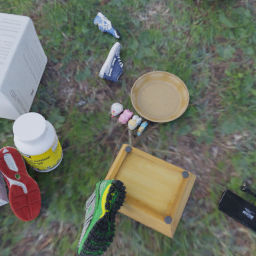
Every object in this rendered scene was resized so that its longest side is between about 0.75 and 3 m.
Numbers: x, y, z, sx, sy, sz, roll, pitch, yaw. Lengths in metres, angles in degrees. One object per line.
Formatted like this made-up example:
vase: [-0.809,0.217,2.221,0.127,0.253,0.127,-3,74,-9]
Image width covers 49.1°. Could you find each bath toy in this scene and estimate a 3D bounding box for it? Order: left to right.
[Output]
bath toy: [-0.041,-0.343,10.425,1.514,0.658,0.560,36,107,15]

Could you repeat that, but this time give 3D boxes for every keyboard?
keyboard: [4.072,2.664,9.306,1.952,0.201,1.240,32,77,12]

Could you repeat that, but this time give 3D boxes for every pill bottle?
pill bottle: [-2.905,0.485,9.079,1.254,2.230,1.254,1,61,-2]

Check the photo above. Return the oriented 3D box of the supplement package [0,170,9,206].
supplement package: [-4.838,1.608,8.701,1.172,2.113,1.646,-20,68,-8]

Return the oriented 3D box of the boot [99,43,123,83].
boot: [-0.482,-2.649,11.428,0.759,0.612,1.681,24,76,2]

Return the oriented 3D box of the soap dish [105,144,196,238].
soap dish: [0.599,1.879,9.084,2.757,1.120,2.169,24,68,12]

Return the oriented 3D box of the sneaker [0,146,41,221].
sneaker: [-3.613,1.741,9.391,0.987,1.455,2.520,-16,99,-20]

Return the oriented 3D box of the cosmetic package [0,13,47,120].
cosmetic package: [-4.763,-2.196,10.134,2.458,2.473,2.956,10,68,3]

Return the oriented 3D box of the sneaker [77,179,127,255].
sneaker: [-0.821,2.545,7.901,0.972,0.890,2.282,-4,54,47]

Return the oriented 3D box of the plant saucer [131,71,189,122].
plant saucer: [1.214,-1.157,10.829,2.218,0.393,2.218,0,67,0]

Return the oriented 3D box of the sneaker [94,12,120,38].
sneaker: [-0.896,-4.376,12.213,0.570,0.560,1.480,-44,73,8]
